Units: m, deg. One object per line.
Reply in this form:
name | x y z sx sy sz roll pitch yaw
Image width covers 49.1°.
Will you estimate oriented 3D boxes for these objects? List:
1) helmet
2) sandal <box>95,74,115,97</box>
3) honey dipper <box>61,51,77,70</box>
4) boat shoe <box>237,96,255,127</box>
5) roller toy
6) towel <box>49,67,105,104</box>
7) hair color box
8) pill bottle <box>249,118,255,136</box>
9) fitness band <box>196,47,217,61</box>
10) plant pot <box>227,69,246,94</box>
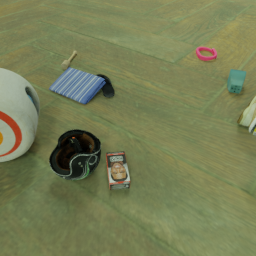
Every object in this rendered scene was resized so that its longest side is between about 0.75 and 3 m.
helmet | -1.487 0.831 7.984 1.379 1.315 1.379 21 34 -15
sandal | -0.961 -1.902 11.924 0.639 0.360 1.680 -16 43 -18
honey dipper | -2.828 -3.406 13.735 0.334 0.334 1.761 6 39 7
boat shoe | 4.624 -0.593 10.223 0.622 0.694 1.875 34 54 21
roller toy | -4.071 -0.404 8.490 2.562 2.809 1.963 29 30 -29
towel | -2.116 -1.786 11.725 2.047 0.244 1.482 23 61 26
hair color box | -0.305 1.228 8.238 0.599 0.362 1.181 -5 41 -8
pill bottle | 3.924 0.167 7.168 0.793 0.793 1.416 -33 59 -32
fitness band | 3.990 -3.805 14.256 0.973 0.254 1.355 -1 39 -1
plant pot | 4.536 -1.911 11.746 0.648 0.648 0.917 12 47 14
